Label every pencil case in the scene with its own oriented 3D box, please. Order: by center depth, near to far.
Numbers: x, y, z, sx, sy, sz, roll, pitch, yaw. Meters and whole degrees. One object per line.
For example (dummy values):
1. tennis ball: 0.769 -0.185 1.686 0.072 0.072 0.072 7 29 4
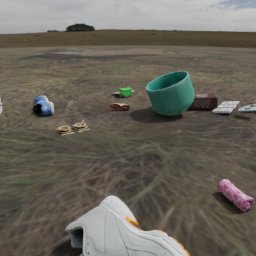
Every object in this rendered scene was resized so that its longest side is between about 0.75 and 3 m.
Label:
1. pencil case: 2.649 1.648 6.956 0.403 0.421 0.974 -45 30 -2

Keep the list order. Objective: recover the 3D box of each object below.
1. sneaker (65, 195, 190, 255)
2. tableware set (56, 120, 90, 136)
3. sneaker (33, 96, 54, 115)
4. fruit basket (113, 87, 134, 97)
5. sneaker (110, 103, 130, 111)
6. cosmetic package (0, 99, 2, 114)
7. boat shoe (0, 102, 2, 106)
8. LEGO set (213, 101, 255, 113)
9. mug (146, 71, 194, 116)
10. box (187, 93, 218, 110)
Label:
1. sneaker: -0.061 2.271 4.721 1.340 1.103 2.914 -22 22 -29
2. tableware set: -2.283 -0.046 11.509 1.274 0.255 0.842 -13 25 -30
3. sneaker: -4.268 -1.109 13.622 0.822 0.724 1.844 -11 24 -34
4. fruit basket: -0.278 -2.113 16.713 1.031 0.522 1.113 -13 9 -30
5. sneaker: -0.430 -1.052 14.038 0.977 0.380 0.401 5 15 -13
6. cosmetic package: -7.001 -0.980 13.220 1.776 0.753 0.955 -5 23 -11
7. boat shoe: -4.887 -0.919 10.233 0.322 0.285 0.879 -28 6 -6
8. LEGO set: 5.739 -0.884 13.627 2.655 0.652 1.983 1 18 34
9. mug: 2.197 -1.643 13.237 2.499 1.545 2.053 -37 26 -30
10. box: 3.622 -1.352 14.244 1.693 0.635 0.848 -3 20 9
